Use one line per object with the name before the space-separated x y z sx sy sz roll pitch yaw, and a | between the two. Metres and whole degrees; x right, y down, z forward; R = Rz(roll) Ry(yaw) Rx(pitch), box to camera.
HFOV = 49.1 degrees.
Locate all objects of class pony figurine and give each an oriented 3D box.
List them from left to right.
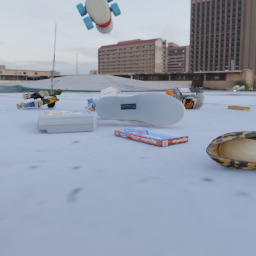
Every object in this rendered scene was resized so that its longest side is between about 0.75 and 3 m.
pony figurine | -0.951 -0.768 10.158 1.379 1.189 1.428 -14 0 -20

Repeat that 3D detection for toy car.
toy car | -0.994 -4.151 10.623 1.360 1.305 1.475 -27 -17 1

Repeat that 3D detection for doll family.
doll family | -4.418 -1.442 14.291 2.601 1.021 1.504 1 13 23

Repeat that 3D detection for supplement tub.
supplement tub | 2.848 -1.509 14.240 1.803 1.105 1.105 -3 9 -14

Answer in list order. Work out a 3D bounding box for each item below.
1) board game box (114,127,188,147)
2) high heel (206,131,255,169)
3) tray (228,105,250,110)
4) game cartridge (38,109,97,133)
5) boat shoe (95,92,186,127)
board game box | 0.483 0.175 6.445 0.840 0.159 1.631 -5 10 -37
high heel | 2.121 0.285 3.669 1.457 0.730 2.043 0 -6 -29
tray | 5.543 -1.009 14.031 0.486 0.183 0.986 -4 9 -26
game cartridge | -1.801 -0.263 8.391 1.658 0.517 2.490 -7 10 -15
boat shoe | 0.423 -0.493 8.587 2.659 0.982 1.134 0 -3 14
